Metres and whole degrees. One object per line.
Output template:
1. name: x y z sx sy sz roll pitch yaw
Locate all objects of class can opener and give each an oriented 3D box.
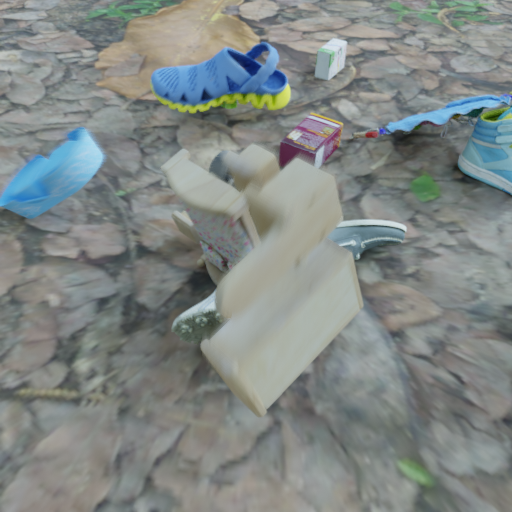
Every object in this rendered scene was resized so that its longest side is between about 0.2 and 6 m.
1. can opener: -0.356 -0.876 8.215 0.666 1.991 0.531 44 69 10

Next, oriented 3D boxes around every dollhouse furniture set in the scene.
1. dollhouse furniture set: -0.755 -0.082 6.770 1.783 3.114 3.651 -44 53 -17

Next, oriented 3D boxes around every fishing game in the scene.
1. fishing game: 3.616 -2.597 10.724 3.410 0.530 2.442 -15 13 0

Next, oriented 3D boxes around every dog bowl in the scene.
1. dog bowl: -3.317 -1.284 9.114 2.075 0.514 1.157 -22 41 30

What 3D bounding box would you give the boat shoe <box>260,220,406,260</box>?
1. boat shoe: 1.206 -0.121 8.564 2.310 0.841 0.714 -3 80 -12

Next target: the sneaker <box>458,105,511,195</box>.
1. sneaker: 4.724 -1.815 9.736 2.226 1.453 0.885 27 47 26

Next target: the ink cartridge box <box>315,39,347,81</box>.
1. ink cartridge box: 1.824 -4.795 13.659 0.390 0.673 0.929 22 46 22

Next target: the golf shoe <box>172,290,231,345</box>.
1. golf shoe: -0.284 0.595 7.319 1.724 0.675 0.838 -20 41 10

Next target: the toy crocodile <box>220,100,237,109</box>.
1. toy crocodile: -0.940 -3.721 12.450 0.466 0.509 1.508 -33 64 -31

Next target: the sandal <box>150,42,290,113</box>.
1. sandal: -0.686 -3.721 11.437 2.946 1.282 1.171 -8 59 -12

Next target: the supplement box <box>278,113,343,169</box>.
1. supplement box: 1.052 -2.148 10.758 0.718 0.558 1.302 24 47 20
